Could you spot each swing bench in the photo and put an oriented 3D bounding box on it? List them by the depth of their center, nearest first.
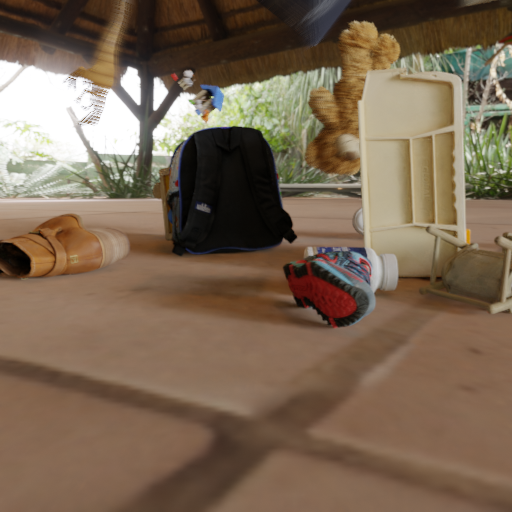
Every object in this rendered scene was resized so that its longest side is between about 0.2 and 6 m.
[{"bbox_3d":[2.662,0.145,6.061,1.236,0.802,1.229,3,6,-17],"label":"swing bench"}]

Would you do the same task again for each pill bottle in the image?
[{"bbox_3d":[1.072,0.182,6.463,1.029,0.571,0.571,1,7,0],"label":"pill bottle"}]

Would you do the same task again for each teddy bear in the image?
[{"bbox_3d":[2.112,-3.183,11.650,1.048,3.138,2.275,27,-1,41],"label":"teddy bear"}]

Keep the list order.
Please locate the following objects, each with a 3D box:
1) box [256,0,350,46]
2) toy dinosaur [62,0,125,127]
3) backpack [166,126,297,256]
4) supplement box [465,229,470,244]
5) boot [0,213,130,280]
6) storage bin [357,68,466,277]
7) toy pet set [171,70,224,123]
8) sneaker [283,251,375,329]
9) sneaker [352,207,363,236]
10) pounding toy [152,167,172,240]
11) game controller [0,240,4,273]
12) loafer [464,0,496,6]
[{"bbox_3d":[0.277,-3.095,5.888,1.465,0.762,1.334,39,10,0],"label":"box"},{"bbox_3d":[-2.809,-3.355,10.186,1.227,2.310,0.698,6,-7,35],"label":"toy dinosaur"},{"bbox_3d":[-0.613,-1.264,10.721,2.449,2.332,1.886,-5,9,-24],"label":"backpack"},{"bbox_3d":[2.461,-0.180,8.396,0.893,0.521,1.417,-3,6,-7],"label":"supplement box"},{"bbox_3d":[-3.176,-0.077,8.267,2.172,0.833,1.686,14,18,33],"label":"boot"},{"bbox_3d":[2.342,-1.213,8.669,1.341,2.841,2.861,-2,7,13],"label":"storage bin"},{"bbox_3d":[-1.118,-3.519,12.313,0.650,1.224,1.143,-36,-18,10],"label":"toy pet set"},{"bbox_3d":[0.803,0.176,5.377,0.765,0.635,1.601,-25,12,-11],"label":"sneaker"},{"bbox_3d":[3.438,-0.789,12.437,2.334,0.932,1.519,9,-3,-9],"label":"sneaker"},{"bbox_3d":[-1.657,-1.544,12.767,2.626,2.307,1.201,-4,3,40],"label":"pounding toy"},{"bbox_3d":[-4.690,0.084,8.245,2.187,0.461,1.141,-3,22,-16],"label":"game controller"},{"bbox_3d":[3.154,-3.831,7.723,2.287,0.798,0.800,21,17,6],"label":"loafer"}]
